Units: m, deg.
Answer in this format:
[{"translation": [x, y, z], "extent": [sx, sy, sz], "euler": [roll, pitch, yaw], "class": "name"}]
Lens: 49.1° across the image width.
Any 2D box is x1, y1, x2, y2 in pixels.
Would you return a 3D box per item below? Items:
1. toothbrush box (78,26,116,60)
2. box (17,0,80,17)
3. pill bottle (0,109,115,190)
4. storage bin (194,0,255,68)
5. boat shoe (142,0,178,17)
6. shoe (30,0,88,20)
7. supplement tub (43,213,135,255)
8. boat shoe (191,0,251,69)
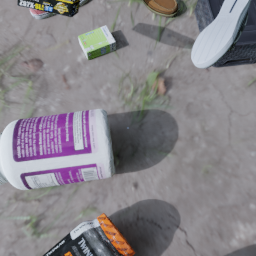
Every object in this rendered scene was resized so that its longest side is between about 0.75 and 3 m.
[{"translation": [-0.914, -2.527, 8.315], "extent": [0.922, 0.397, 0.672], "euler": [-25, 71, -8], "class": "toothbrush box"}, {"translation": [-1.623, -2.680, 5.968], "extent": [1.065, 0.329, 1.334], "euler": [11, 25, -8], "class": "box"}, {"translation": [-1.839, 0.529, 6.488], "extent": [2.934, 1.647, 1.647], "euler": [-7, 69, -3], "class": "pill bottle"}, {"translation": [3.024, -3.117, 8.167], "extent": [1.606, 1.114, 2.376], "euler": [-6, 69, -3], "class": "storage bin"}, {"translation": [0.752, -4.324, 8.828], "extent": [2.082, 0.708, 0.749], "euler": [42, 75, 14], "class": "boat shoe"}, {"translation": [-2.121, -4.179, 8.640], "extent": [2.101, 0.956, 0.751], "euler": [-27, 72, -10], "class": "shoe"}, {"translation": [-1.033, 2.900, 5.742], "extent": [2.233, 1.368, 1.368], "euler": [-39, 74, -13], "class": "supplement tub"}, {"translation": [1.725, -1.623, 4.904], "extent": [0.605, 0.595, 1.679], "euler": [26, 76, 40], "class": "boat shoe"}]
